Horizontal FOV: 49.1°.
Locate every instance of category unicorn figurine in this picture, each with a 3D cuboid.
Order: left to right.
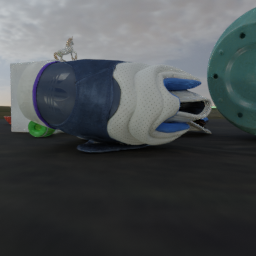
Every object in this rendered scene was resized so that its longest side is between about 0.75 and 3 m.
[{"bbox_3d":[-1.777,-2.247,8.227,0.906,0.622,0.335,-37,25,-25],"label":"unicorn figurine"}]

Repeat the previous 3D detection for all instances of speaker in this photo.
[{"bbox_3d":[-1.431,-0.025,4.742,0.339,0.339,0.766,0,2,-2],"label":"speaker"}]

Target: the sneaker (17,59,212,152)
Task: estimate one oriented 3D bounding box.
[{"bbox_3d":[0.096,-0.220,3.476,1.799,0.990,2.456,9,2,18],"label":"sneaker"}]

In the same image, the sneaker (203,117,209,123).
[{"bbox_3d":[2.790,-0.562,12.797,2.013,0.789,0.663,1,0,-16],"label":"sneaker"}]

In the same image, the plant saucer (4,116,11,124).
[{"bbox_3d":[-4.123,-0.331,12.001,2.011,0.370,2.015,-1,3,-31],"label":"plant saucer"}]

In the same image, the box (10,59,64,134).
[{"bbox_3d":[-1.509,-0.663,6.629,1.136,1.449,2.330,1,2,19],"label":"box"}]

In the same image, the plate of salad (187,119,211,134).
[{"bbox_3d":[0.549,-0.682,5.581,2.636,0.633,2.636,30,8,-4],"label":"plate of salad"}]

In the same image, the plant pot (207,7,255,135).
[{"bbox_3d":[2.213,-0.826,4.057,1.752,2.183,2.183,-16,12,-40],"label":"plant pot"}]
